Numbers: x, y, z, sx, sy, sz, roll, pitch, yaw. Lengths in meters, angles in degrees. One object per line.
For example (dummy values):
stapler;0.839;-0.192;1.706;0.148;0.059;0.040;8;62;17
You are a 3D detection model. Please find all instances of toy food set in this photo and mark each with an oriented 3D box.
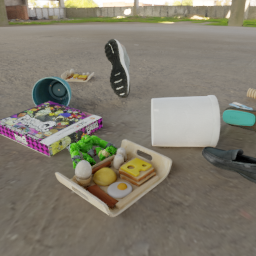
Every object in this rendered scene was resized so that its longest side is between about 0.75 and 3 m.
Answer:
toy food set;-0.300;1.062;7.199;1.817;0.765;2.533;21;33;37
toy food set;-2.887;-3.083;16.178;1.638;0.495;1.175;4;26;8

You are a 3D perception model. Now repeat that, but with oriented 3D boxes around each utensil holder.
utensil holder;1.724;-0.187;8.860;1.945;1.653;1.653;-2;26;2

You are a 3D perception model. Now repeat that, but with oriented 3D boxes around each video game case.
video game case;-2.753;-0.106;9.891;2.784;0.499;2.524;18;31;31

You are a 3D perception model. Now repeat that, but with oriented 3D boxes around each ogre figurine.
ogre figurine;-1.131;0.655;8.197;1.503;0.738;0.901;-35;58;-26

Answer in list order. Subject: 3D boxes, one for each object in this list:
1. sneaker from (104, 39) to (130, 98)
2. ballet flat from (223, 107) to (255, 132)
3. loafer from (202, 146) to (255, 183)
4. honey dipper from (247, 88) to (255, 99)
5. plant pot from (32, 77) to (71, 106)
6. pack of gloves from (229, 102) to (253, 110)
sneaker;-0.276;-2.811;13.353;1.037;2.805;1.112;-13;-8;36
ballet flat;4.714;-0.261;9.882;0.923;0.917;2.698;-11;27;-41
loafer;2.964;0.857;7.723;0.663;0.685;1.953;-23;34;-39
honey dipper;6.604;-1.343;12.655;2.308;0.438;0.438;22;33;35
plant pot;-3.060;-1.496;11.857;1.526;1.526;1.434;1;19;2
pack of gloves;4.832;-0.863;12.023;0.750;0.176;0.893;-10;29;-43
